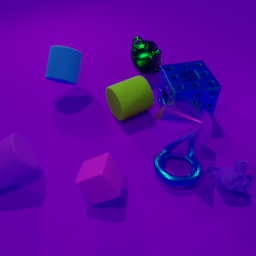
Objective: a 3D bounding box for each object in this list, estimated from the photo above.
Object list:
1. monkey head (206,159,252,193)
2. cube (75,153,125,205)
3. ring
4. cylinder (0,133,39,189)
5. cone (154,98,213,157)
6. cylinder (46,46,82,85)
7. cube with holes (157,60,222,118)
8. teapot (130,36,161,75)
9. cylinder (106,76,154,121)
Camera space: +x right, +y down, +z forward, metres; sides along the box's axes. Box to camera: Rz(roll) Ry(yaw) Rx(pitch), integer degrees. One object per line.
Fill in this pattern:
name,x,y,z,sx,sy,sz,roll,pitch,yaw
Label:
monkey head,2.590,1.120,6.845,1.211,0.871,0.729,14,10,-2
cube,-0.638,1.183,6.556,0.764,0.764,0.764,-22,27,23
ring,1.287,1.001,7.294,1.262,0.252,1.262,2,38,-2
cylinder,-2.864,0.793,6.760,0.999,0.999,0.999,-32,50,4
cone,1.527,-0.059,6.676,1.586,1.592,1.586,0,87,-3
cylinder,-2.049,-1.989,8.995,1.020,1.020,1.020,10,91,9
cube with holes,1.779,-1.044,8.559,1.368,1.368,1.368,-9,47,-9
teapot,0.753,-2.517,9.950,0.967,1.975,1.228,-11,56,34
cylinder,0.047,-0.916,8.607,1.100,1.100,1.100,-24,51,-20
